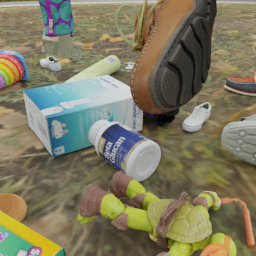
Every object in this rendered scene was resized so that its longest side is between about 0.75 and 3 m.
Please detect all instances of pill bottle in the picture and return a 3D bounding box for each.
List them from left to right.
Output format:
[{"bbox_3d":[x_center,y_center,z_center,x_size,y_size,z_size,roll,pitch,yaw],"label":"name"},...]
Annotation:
[{"bbox_3d":[-0.143,0.379,5.742,0.841,0.841,1.515,-23,36,-35],"label":"pill bottle"}]

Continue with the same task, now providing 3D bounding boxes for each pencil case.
[{"bbox_3d":[-1.274,-2.222,4.741,0.563,1.324,0.612,5,38,12],"label":"pencil case"}]

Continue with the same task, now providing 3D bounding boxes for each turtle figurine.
[{"bbox_3d":[0.459,1.386,3.848,2.287,0.913,2.836,17,33,28],"label":"turtle figurine"}]

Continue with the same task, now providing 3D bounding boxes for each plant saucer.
[{"bbox_3d":[-2.161,1.384,4.630,0.916,0.172,0.916,0,29,0],"label":"plant saucer"}]

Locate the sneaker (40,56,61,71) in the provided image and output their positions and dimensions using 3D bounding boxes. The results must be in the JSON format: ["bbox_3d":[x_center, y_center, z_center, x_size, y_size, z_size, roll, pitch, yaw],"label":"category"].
[{"bbox_3d":[-3.276,-2.809,11.844,1.392,0.493,0.508,25,38,37],"label":"sneaker"}]

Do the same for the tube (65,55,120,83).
[{"bbox_3d":[-1.195,-2.057,10.461,0.732,0.655,2.522,-34,6,41],"label":"tube"}]

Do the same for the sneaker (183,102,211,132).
[{"bbox_3d":[1.818,-0.329,7.409,0.476,0.461,1.303,17,33,28],"label":"sneaker"}]

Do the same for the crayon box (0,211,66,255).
[{"bbox_3d":[-1.947,2.012,2.944,1.413,0.693,2.379,16,33,27],"label":"crayon box"}]

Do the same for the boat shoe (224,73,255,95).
[{"bbox_3d":[4.610,-1.545,9.229,2.674,0.837,0.952,6,31,14],"label":"boat shoe"}]

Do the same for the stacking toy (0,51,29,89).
[{"bbox_3d":[-4.443,-1.741,9.623,1.161,1.098,2.001,11,43,13],"label":"stacking toy"}]

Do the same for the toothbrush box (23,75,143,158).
[{"bbox_3d":[-1.090,-0.439,6.996,2.444,1.042,1.789,-18,34,-29],"label":"toothbrush box"}]

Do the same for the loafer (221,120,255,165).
[{"bbox_3d":[3.381,0.302,5.850,2.867,1.003,1.000,10,23,4],"label":"loafer"}]

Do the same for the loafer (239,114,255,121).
[{"bbox_3d":[3.043,-0.104,6.916,1.598,0.559,0.558,-26,46,-37],"label":"loafer"}]

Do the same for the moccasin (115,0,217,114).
[{"bbox_3d":[0.530,-1.294,3.833,1.152,1.091,2.983,-1,48,23],"label":"moccasin"}]

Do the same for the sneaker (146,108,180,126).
[{"bbox_3d":[0.695,-0.557,7.460,0.792,1.134,2.279,-30,6,-12],"label":"sneaker"}]

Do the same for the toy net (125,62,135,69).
[{"bbox_3d":[0.406,-2.831,12.117,1.403,0.271,0.736,-20,35,-32],"label":"toy net"}]

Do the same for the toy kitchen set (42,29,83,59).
[{"bbox_3d":[-1.653,-2.367,7.147,0.962,0.785,0.868,6,39,-17],"label":"toy kitchen set"}]
